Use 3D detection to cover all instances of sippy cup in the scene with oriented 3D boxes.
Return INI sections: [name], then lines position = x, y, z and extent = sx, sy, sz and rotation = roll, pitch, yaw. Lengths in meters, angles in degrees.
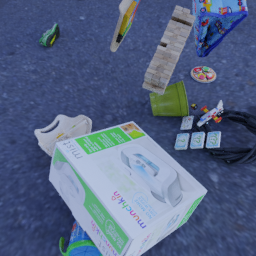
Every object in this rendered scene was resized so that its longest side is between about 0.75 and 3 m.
[sippy cup]
position = -1.017, 2.647, 6.744
extent = 1.128, 0.886, 0.827
rotation = 14, 36, -17

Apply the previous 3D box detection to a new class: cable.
[cable]
position = 3.229, 0.203, 8.974
extent = 2.487, 0.632, 2.029
rotation = 30, 64, 33

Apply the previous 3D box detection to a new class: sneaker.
[sneaker]
position = -3.563, -4.288, 12.765
extent = 0.633, 0.580, 1.487
rotation = 12, 51, 10

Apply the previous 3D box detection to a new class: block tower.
[block tower]
position = 0.973, -1.820, 6.560
extent = 0.544, 0.582, 2.013
rotation = 22, 80, 7

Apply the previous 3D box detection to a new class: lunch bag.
[lunch bag]
position = 2.425, -3.592, 8.576
extent = 1.288, 2.738, 2.061
rotation = -1, 79, 0

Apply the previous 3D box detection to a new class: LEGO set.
[LEGO set]
position = 2.281, -0.184, 8.977
extent = 1.405, 0.461, 1.880
rotation = -6, 46, 32

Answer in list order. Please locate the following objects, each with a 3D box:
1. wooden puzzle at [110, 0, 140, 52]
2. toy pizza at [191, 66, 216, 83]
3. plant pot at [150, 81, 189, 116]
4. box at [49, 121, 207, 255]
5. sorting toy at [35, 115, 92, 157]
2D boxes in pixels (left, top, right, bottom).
[wooden puzzle]
position = -0.029, -3.460, 8.838
extent = 0.322, 1.728, 1.599
rotation = 24, 59, 2
[toy pizza]
position = 3.035, -2.190, 11.246
extent = 1.023, 0.162, 1.023
rotation = 0, 50, 0
[plant pot]
position = 1.375, -0.901, 9.602
extent = 1.182, 1.228, 1.228
rotation = -10, 49, 8
[box]
position = -0.094, 1.423, 6.913
extent = 2.549, 1.397, 2.889
rotation = -15, 48, -40
[sorting toy]
position = -2.168, 0.162, 8.877
extent = 1.664, 0.889, 1.498
rotation = -38, 51, -26
